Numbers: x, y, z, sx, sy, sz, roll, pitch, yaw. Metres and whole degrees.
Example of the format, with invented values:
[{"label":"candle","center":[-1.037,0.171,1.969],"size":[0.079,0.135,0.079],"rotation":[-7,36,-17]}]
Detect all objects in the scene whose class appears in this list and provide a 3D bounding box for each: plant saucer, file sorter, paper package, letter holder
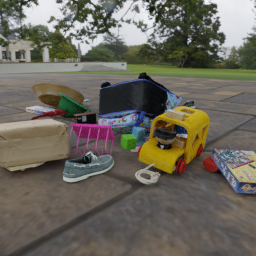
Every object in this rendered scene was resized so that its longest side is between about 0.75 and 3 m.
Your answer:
[{"label":"plant saucer","center":[-3.705,-1.586,14.819],"size":[2.743,0.486,2.743],"rotation":[8,-16,2]},{"label":"file sorter","center":[-1.054,0.397,8.129],"size":[1.156,0.725,0.803],"rotation":[3,-28,10]},{"label":"paper package","center":[-2.727,0.339,7.771],"size":[1.794,0.974,1.882],"rotation":[-6,8,-25]},{"label":"letter holder","center":[-1.937,-0.408,12.180],"size":[0.935,0.470,0.665],"rotation":[-10,16,-33]}]

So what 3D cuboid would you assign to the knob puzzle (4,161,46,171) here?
[{"label":"knob puzzle","center":[-2.671,0.959,7.400],"size":[1.229,0.170,1.229],"rotation":[-3,7,0]}]

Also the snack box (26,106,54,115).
[{"label":"snack box","center":[-4.421,-0.893,14.481],"size":[1.956,0.238,0.703],"rotation":[11,18,37]}]

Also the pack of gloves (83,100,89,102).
[{"label":"pack of gloves","center":[-3.352,-1.604,16.415],"size":[1.904,0.376,1.600],"rotation":[-11,7,-36]}]

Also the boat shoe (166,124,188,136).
[{"label":"boat shoe","center":[1.912,-0.166,10.746],"size":[0.724,0.722,2.000],"rotation":[-6,16,-31]}]

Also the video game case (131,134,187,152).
[{"label":"video game case","center":[1.050,0.476,9.071],"size":[1.652,0.196,1.504],"rotation":[-1,14,15]}]

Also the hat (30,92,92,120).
[{"label":"hat","center":[-3.044,-0.568,13.368],"size":[2.037,1.793,1.688],"rotation":[31,0,5]}]

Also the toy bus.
[{"label":"toy bus","center":[1.203,0.193,7.425],"size":[2.458,1.346,2.605],"rotation":[1,21,-14]}]

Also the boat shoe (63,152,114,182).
[{"label":"boat shoe","center":[-0.942,0.882,7.093],"size":[0.592,0.503,1.627],"rotation":[9,16,39]}]

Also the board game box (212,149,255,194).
[{"label":"board game box","center":[2.776,0.985,6.599],"size":[1.105,0.282,1.631],"rotation":[5,21,-4]}]

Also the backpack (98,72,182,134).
[{"label":"backpack","center":[0.531,-0.662,9.969],"size":[2.406,1.773,2.635],"rotation":[-4,-13,45]}]

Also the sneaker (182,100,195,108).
[{"label":"sneaker","center":[3.303,-1.308,15.597],"size":[1.073,0.485,0.357],"rotation":[-9,16,-30]}]
